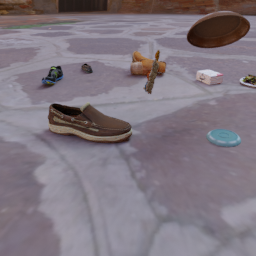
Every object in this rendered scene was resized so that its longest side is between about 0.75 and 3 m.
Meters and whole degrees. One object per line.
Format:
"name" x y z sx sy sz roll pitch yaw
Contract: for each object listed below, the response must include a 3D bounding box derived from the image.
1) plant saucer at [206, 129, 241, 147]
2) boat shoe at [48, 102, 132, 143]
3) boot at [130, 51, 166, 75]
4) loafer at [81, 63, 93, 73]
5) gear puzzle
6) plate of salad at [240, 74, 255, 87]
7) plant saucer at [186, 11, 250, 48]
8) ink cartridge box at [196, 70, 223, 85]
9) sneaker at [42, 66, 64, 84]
"plant saucer" 2.253 0.207 6.595 0.795 0.109 0.795 0 27 0
"boat shoe" -0.951 -0.197 6.630 2.137 0.790 0.789 6 27 12
"boot" 0.903 -2.816 12.034 1.479 0.730 1.905 1 28 5
"loafer" -1.775 -2.668 12.202 0.384 0.336 1.069 -11 28 -22
"gear puzzle" 0.508 -1.203 5.909 0.123 0.942 0.488 16 1 18
"plate of salad" 4.774 -1.786 10.426 1.137 0.273 1.137 -3 29 2
"plant saucer" 2.217 -2.465 6.970 1.510 0.276 1.510 -1 -12 0
"ink cartridge box" 3.116 -1.958 10.729 0.617 0.359 0.847 -11 30 -22
"sneaker" -2.873 -2.015 10.578 0.504 0.590 1.423 4 26 11
